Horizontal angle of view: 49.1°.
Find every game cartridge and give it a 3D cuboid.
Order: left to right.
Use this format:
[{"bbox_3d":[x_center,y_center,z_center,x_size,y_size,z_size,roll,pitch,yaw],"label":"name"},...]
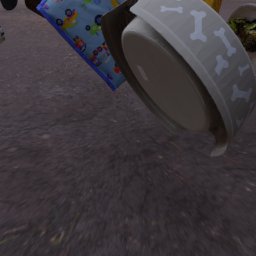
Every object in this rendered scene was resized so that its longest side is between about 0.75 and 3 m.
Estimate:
[{"bbox_3d":[2.342,-3.522,7.852,0.421,2.290,2.598,19,31,16],"label":"game cartridge"}]

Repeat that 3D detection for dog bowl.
[{"bbox_3d":[0.661,-0.766,3.887,0.721,2.459,2.459,-39,41,-8],"label":"dog bowl"}]

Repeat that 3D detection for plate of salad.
[{"bbox_3d":[3.097,-2.419,7.362,0.379,1.577,1.577,-19,35,-21],"label":"plate of salad"}]

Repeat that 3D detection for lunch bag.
[{"bbox_3d":[-0.544,-2.535,6.371,2.012,2.672,1.257,-42,41,4],"label":"lunch bag"}]

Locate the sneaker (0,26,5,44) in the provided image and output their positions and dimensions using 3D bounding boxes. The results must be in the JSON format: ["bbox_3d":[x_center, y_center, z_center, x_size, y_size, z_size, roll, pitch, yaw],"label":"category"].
[{"bbox_3d":[-3.600,-1.715,5.660,2.088,0.784,1.206,3,44,31],"label":"sneaker"}]

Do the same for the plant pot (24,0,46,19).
[{"bbox_3d":[-1.884,-4.102,9.212,2.106,1.969,1.969,37,34,-4],"label":"plant pot"}]

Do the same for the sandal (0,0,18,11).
[{"bbox_3d":[-2.233,-2.507,5.085,0.314,0.836,0.188,-16,-5,-33],"label":"sandal"}]
